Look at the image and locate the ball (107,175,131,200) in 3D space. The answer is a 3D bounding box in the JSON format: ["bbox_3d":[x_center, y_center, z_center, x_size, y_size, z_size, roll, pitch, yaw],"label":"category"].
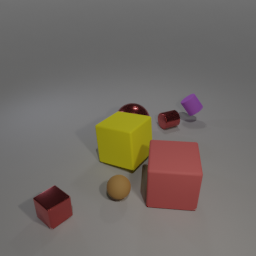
[{"bbox_3d":[-0.266,1.696,8.054,0.700,0.700,0.700,0,29,0],"label":"ball"}]

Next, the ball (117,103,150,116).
[{"bbox_3d":[0.177,-0.272,10.952,1.400,1.400,1.400,0,29,0],"label":"ball"}]

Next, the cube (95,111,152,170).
[{"bbox_3d":[-0.095,0.385,9.591,1.400,1.400,1.400,11,28,30],"label":"cube"}]

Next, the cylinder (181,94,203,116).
[{"bbox_3d":[2.740,-1.001,12.033,0.700,0.700,0.700,-36,11,8],"label":"cylinder"}]

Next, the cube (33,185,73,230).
[{"bbox_3d":[-1.986,2.099,7.456,0.700,0.700,0.700,23,37,35],"label":"cube"}]

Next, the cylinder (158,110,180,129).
[{"bbox_3d":[1.724,-0.362,11.833,0.700,0.700,0.700,-13,32,-23],"label":"cylinder"}]

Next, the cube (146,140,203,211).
[{"bbox_3d":[1.274,1.321,8.010,1.400,1.400,1.400,3,34,6],"label":"cube"}]
